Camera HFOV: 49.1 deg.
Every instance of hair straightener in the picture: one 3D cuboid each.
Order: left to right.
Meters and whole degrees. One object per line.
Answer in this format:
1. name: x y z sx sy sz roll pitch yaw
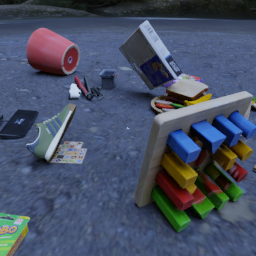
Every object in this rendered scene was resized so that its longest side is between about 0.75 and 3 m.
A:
1. hair straightener: -1.742 -1.944 13.199 1.026 0.546 2.667 -11 29 -20

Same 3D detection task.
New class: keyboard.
1. keyboard: -4.145 -0.183 10.109 1.366 0.221 2.149 5 26 -4

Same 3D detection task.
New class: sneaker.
1. sneaker: -2.228 -0.026 8.073 0.861 0.643 1.919 22 63 -4
2. sneaker: -2.427 -1.645 12.853 0.545 0.466 1.252 7 32 -12

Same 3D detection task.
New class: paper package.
1. paper package: 3.482 -0.280 9.194 0.619 1.197 1.141 23 36 37

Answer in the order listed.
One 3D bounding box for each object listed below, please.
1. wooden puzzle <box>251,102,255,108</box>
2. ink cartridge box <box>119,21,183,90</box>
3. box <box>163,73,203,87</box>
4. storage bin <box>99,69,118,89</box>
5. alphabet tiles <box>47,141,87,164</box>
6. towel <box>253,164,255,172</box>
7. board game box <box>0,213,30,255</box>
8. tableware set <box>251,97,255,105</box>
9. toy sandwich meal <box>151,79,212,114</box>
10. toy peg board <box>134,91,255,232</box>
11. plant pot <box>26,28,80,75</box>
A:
1. wooden puzzle: 6.446 -0.956 11.215 2.323 0.581 2.508 -19 32 -32
2. ink cartridge box: 0.893 -2.907 11.856 0.589 2.478 2.507 -41 10 -15
3. box: 2.459 -2.445 14.304 1.507 0.431 2.202 -23 35 -37
4. storage bin: -0.927 -2.413 13.911 0.810 0.747 1.113 3 28 6
5. alphabet tiles: -1.772 0.724 8.492 1.006 0.045 1.203 2 27 3
6. towel: 4.468 1.132 7.554 1.783 0.193 1.308 17 31 33
7. board game box: -2.657 2.340 5.049 0.967 0.303 2.024 5 30 9
8. tableware set: 4.606 -0.955 11.405 1.493 0.229 1.005 -28 28 -27
9. toy sandwich meal: 2.190 -1.208 11.346 2.632 0.902 2.632 0 27 0
10. toy peg board: 1.664 0.796 5.913 2.531 2.521 1.238 -16 46 -29
11. plant pot: -4.079 -4.145 15.804 2.173 2.455 2.455 23 33 17
